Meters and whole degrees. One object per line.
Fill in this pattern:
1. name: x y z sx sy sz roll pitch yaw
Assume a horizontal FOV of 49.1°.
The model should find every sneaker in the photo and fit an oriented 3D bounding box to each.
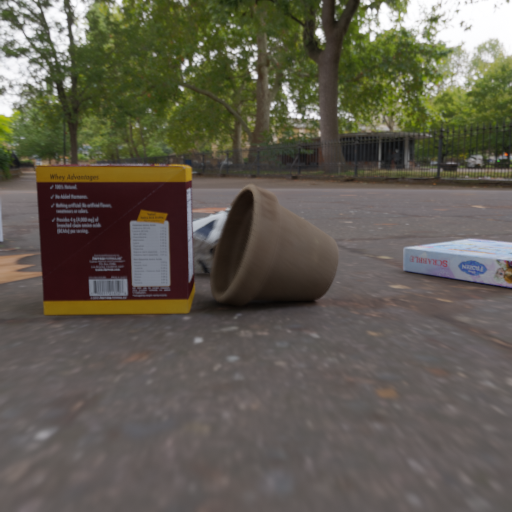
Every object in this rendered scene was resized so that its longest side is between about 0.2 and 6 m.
1. sneaker: -0.375 -0.447 8.114 1.989 0.794 1.294 3 44 20

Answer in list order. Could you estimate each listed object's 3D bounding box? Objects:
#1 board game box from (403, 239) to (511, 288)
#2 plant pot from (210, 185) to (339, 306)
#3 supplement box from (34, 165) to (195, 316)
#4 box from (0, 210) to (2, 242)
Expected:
1. board game box: 3.389 0.072 7.986 1.814 0.374 1.819 -7 11 -38
2. plant pot: 0.249 -0.013 6.187 1.150 1.319 1.319 15 4 -18
3. supplement box: -1.448 -0.218 6.053 1.495 1.515 1.006 0 8 -3
4. box: -6.628 -1.737 10.946 2.726 3.090 1.494 -6 11 -40
